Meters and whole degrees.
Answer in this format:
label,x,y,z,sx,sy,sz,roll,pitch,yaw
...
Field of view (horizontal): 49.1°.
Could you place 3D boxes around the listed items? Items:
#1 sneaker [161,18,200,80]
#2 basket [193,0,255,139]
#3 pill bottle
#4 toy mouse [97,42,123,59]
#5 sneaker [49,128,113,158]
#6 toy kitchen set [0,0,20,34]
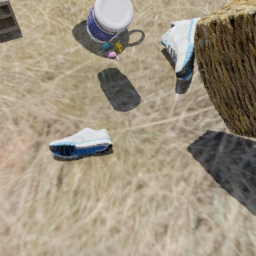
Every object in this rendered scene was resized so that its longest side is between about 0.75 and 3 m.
label,x,y,z,sx,sy,sz,roll,pitch,yaw
sneaker,1.454,-2.312,8.164,1.085,0.938,2.503,8,50,12
basket,2.423,-1.167,4.926,1.749,2.348,1.676,-34,21,-19
pill bottle,-0.487,-2.498,6.517,0.856,1.479,0.856,-1,93,-18
toy mouse,-0.553,-2.387,8.531,0.796,0.173,0.896,-9,59,-5
sneaker,-1.145,0.307,6.744,1.478,0.554,0.640,-5,52,-13
toy kitchen set,-4.351,-2.685,7.399,2.660,2.405,2.948,-21,61,-12
